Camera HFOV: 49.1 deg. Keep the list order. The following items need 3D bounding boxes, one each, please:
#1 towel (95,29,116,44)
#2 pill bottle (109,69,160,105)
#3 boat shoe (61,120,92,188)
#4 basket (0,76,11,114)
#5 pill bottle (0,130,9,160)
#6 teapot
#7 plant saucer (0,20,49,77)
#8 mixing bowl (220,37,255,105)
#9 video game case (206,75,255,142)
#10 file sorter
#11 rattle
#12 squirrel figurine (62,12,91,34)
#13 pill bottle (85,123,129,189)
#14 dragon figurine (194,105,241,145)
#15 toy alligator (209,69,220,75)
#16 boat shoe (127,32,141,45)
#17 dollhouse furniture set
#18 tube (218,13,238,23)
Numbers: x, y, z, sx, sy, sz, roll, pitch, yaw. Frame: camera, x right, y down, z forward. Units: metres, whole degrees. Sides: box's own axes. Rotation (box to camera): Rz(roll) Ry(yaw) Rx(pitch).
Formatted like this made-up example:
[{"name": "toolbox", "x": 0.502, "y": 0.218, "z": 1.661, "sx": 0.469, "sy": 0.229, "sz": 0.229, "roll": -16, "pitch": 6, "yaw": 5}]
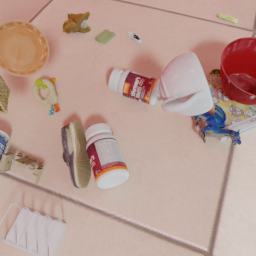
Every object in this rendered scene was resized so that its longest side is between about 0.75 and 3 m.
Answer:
[{"name": "towel", "x": -1.162, "y": -4.646, "z": 14.271, "sx": 0.734, "sy": 0.181, "sz": 0.990, "roll": 30, "pitch": 62, "yaw": 20}, {"name": "pill bottle", "x": 0.287, "y": -1.773, "z": 11.788, "sx": 2.036, "sy": 1.115, "sz": 1.115, "roll": 19, "pitch": 58, "yaw": 12}, {"name": "boat shoe", "x": -1.947, "y": 0.979, "z": 10.148, "sx": 0.816, "sy": 0.906, "sz": 2.519, "roll": -20, "pitch": 70, "yaw": 22}, {"name": "basket", "x": -4.283, "y": -1.129, "z": 8.243, "sx": 1.032, "sy": 1.447, "sz": 1.078, "roll": -14, "pitch": 50, "yaw": 0}, {"name": "pill bottle", "x": -5.031, "y": 0.910, "z": 10.105, "sx": 0.926, "sy": 0.926, "sz": 1.668, "roll": 5, "pitch": 56, "yaw": 4}, {"name": "teapot", "x": 1.627, "y": -1.210, "z": 8.730, "sx": 1.547, "sy": 2.118, "sz": 2.091, "roll": -20, "pitch": 69, "yaw": 12}, {"name": "plant saucer", "x": -3.256, "y": -2.393, "z": 8.508, "sx": 1.653, "sy": 1.653, "sz": 0.309, "roll": -31, "pitch": 19, "yaw": -19}, {"name": "mixing bowl", "x": 4.889, "y": -1.993, "z": 11.187, "sx": 2.898, "sy": 1.569, "sz": 2.898, "roll": 1, "pitch": 62, "yaw": -3}, {"name": "video game case", "x": 4.199, "y": -1.054, "z": 11.776, "sx": 2.643, "sy": 0.332, "sz": 2.904, "roll": -20, "pitch": 58, "yaw": -13}, {"name": "file sorter", "x": -2.946, "y": 3.125, "z": 8.577, "sx": 1.650, "sy": 1.027, "sz": 1.145, "roll": 16, "pitch": 58, "yaw": 10}, {"name": "rattle", "x": -3.205, "y": -1.329, "z": 12.010, "sx": 1.720, "sy": 1.229, "sz": 1.120, "roll": 44, "pitch": 98, "yaw": 9}, {"name": "squirrel figurine", "x": -2.781, "y": -5.448, "z": 14.364, "sx": 1.422, "sy": 1.006, "sz": 1.327, "roll": -38, "pitch": 57, "yaw": -26}, {"name": "pill bottle", "x": -0.816, "y": 0.955, "z": 9.931, "sx": 1.164, "sy": 1.164, "sz": 2.125, "roll": -16, "pitch": 58, "yaw": -10}, {"name": "dragon figurine", "x": 3.293, "y": -0.323, "z": 10.768, "sx": 1.363, "sy": 0.807, "sz": 2.742, "roll": -24, "pitch": 58, "yaw": 7}, {"name": "toy alligator", "x": 4.065, "y": -2.508, "z": 12.480, "sx": 0.354, "sy": 0.256, "sz": 1.067, "roll": -24, "pitch": 22, "yaw": -35}, {"name": "boat shoe", "x": 0.340, "y": -4.632, "z": 14.161, "sx": 0.383, "sy": 0.340, "sz": 1.040, "roll": -33, "pitch": 62, "yaw": -20}, {"name": "dollhouse furniture set", "x": -3.691, "y": 1.446, "z": 10.005, "sx": 1.507, "sy": 0.781, "sz": 0.667, "roll": 21, "pitch": 98, "yaw": 13}, {"name": "tube", "x": 5.398, "y": -5.922, "z": 15.091, "sx": 1.042, "sy": 0.271, "sz": 0.302, "roll": 26, "pitch": 98, "yaw": 11}]
